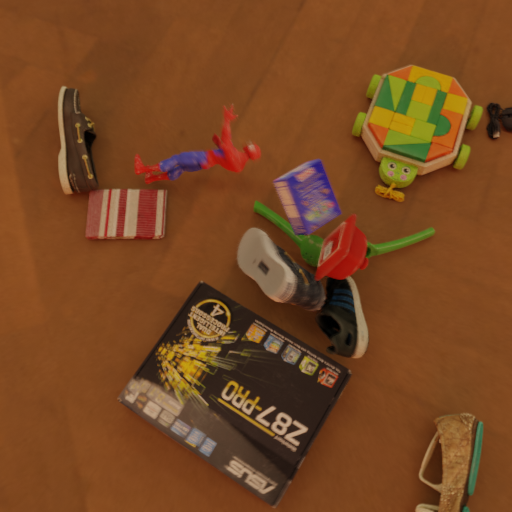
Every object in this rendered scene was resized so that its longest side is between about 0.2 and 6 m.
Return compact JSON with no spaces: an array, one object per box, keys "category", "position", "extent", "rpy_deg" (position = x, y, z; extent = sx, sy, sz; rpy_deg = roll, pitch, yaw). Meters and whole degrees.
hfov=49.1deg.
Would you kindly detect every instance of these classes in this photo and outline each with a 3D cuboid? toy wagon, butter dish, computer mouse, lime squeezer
[{"category":"toy wagon","position":[3.264,-2.564,11.661],"extent":[2.405,0.613,3.100],"rpy_deg":[20,68,8]},{"category":"butter dish","position":[1.554,-0.015,9.444],"extent":[0.742,1.001,1.004],"rpy_deg":[29,49,-13]},{"category":"computer mouse","position":[5.658,-2.877,11.929],"extent":[1.383,0.365,0.958],"rpy_deg":[8,67,3]},{"category":"lime squeezer","position":[1.629,-0.243,10.806],"extent":[3.576,0.675,1.263],"rpy_deg":[8,37,5]}]

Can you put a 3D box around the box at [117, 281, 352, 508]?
[{"category":"box","position":[-0.340,2.258,9.546],"extent":[3.123,0.767,2.517],"rpy_deg":[31,74,12]}]

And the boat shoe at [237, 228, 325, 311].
[{"category":"boat shoe","position":[0.402,0.277,9.984],"extent":[0.759,0.973,2.144],"rpy_deg":[-56,32,14]}]

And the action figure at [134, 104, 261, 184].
[{"category":"action figure","position":[-1.098,-2.151,10.942],"extent":[2.442,0.797,1.209],"rpy_deg":[-3,75,14]}]

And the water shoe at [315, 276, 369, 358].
[{"category":"water shoe","position":[1.391,0.918,9.739],"extent":[0.743,0.673,1.884],"rpy_deg":[6,39,-16]}]

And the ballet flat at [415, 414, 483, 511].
[{"category":"ballet flat","position":[3.032,3.864,8.941],"extent":[0.884,0.955,2.709],"rpy_deg":[2,61,29]}]

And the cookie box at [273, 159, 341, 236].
[{"category":"cookie box","position":[0.900,-1.021,9.770],"extent":[0.904,0.397,1.057],"rpy_deg":[-32,107,-30]}]

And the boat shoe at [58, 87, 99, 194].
[{"category":"boat shoe","position":[-3.634,-2.397,11.509],"extent":[0.715,0.847,2.376],"rpy_deg":[-6,74,-6]}]

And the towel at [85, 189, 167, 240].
[{"category":"towel","position":[-2.582,-0.838,11.186],"extent":[1.546,0.176,1.113],"rpy_deg":[0,65,-2]}]
